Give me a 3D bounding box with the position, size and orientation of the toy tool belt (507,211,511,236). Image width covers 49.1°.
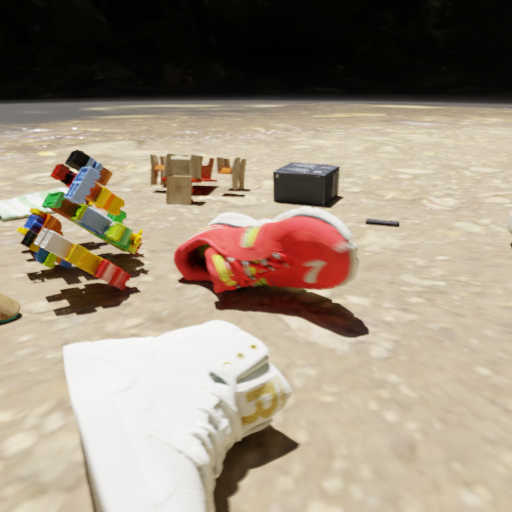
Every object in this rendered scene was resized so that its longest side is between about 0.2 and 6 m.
[{"bbox_3d":[5.211,-0.944,7.905,3.011,1.850,1.880,0,26,-5],"label":"toy tool belt"}]

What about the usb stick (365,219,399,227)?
[{"bbox_3d":[2.185,-0.574,9.707,0.581,0.095,0.161,6,13,18],"label":"usb stick"}]

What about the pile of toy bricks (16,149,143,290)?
[{"bbox_3d":[-2.179,-0.407,7.690,1.435,1.613,2.908,34,-11,-29],"label":"pile of toy bricks"}]

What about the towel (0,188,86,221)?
[{"bbox_3d":[-4.242,-1.024,10.868,1.750,0.205,1.335,-15,25,-39],"label":"towel"}]

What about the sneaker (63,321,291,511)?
[{"bbox_3d":[-0.356,1.054,3.561,1.480,0.944,2.561,-10,20,-20],"label":"sneaker"}]

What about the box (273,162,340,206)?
[{"bbox_3d":[1.040,-1.499,11.548,1.101,0.657,1.119,8,20,22],"label":"box"}]

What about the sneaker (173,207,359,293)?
[{"bbox_3d":[0.006,0.090,6.539,1.116,1.012,2.629,-31,20,-38],"label":"sneaker"}]

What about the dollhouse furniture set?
[{"bbox_3d":[-1.359,-1.641,11.991,1.961,1.010,1.939,4,8,12],"label":"dollhouse furniture set"}]

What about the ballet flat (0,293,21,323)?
[{"bbox_3d":[-3.375,0.423,5.969,1.596,0.577,0.541,1,26,0],"label":"ballet flat"}]
